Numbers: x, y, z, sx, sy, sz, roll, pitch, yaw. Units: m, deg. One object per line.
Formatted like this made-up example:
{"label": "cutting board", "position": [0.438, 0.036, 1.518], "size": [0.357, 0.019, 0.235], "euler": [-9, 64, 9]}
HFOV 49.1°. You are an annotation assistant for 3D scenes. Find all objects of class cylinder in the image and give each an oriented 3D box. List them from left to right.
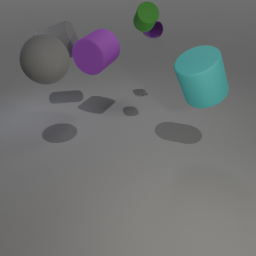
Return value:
{"label": "cylinder", "position": [-2.876, -3.534, 11.624], "size": [1.400, 1.400, 1.400], "euler": [-16, 28, 8]}
{"label": "cylinder", "position": [-1.218, -2.982, 10.935], "size": [1.400, 1.400, 1.400], "euler": [12, 38, 21]}
{"label": "cylinder", "position": [0.568, -3.519, 8.900], "size": [0.700, 0.700, 0.700], "euler": [-5, -2, -9]}
{"label": "cylinder", "position": [1.009, -4.115, 11.643], "size": [0.700, 0.700, 0.700], "euler": [-8, 25, -15]}
{"label": "cylinder", "position": [2.290, -1.572, 8.698], "size": [1.400, 1.400, 1.400], "euler": [-17, 43, 17]}

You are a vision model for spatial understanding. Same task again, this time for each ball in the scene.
{"label": "ball", "position": [-2.386, -1.960, 8.069], "size": [1.400, 1.400, 1.400], "euler": [0, 29, 0]}
